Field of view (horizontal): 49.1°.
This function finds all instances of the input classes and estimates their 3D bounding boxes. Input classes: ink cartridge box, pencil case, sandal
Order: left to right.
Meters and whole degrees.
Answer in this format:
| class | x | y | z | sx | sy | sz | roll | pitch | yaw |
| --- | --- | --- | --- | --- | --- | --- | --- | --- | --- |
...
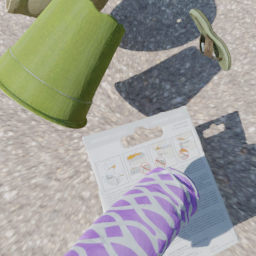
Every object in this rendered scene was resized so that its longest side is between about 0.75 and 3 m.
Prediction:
| class | x | y | z | sx | sy | sz | roll | pitch | yaw |
| --- | --- | --- | --- | --- | --- | --- | --- | --- | --- |
| pencil case | 0.078 | 1.349 | 3.325 | 0.936 | 0.953 | 2.230 | -1 | 23 | 41 |
| ink cartridge box | 0.565 | 1.226 | 5.285 | 2.250 | 0.700 | 2.796 | -17 | 80 | -19 |
| sandal | 1.161 | -1.255 | 4.112 | 0.294 | 0.409 | 1.030 | -37 | 99 | 5 |

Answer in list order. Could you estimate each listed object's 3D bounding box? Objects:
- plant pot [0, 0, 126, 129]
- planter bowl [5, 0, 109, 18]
| class | x | y | z | sx | sy | sz | roll | pitch | yaw |
| --- | --- | --- | --- | --- | --- | --- | --- | --- | --- |
| plant pot | -1.125 | -1.420 | 5.336 | 2.146 | 2.146 | 2.038 | 43 | 104 | 18 |
| planter bowl | -1.348 | -3.754 | 6.155 | 2.014 | 2.993 | 2.993 | 8 | 61 | -30 |
